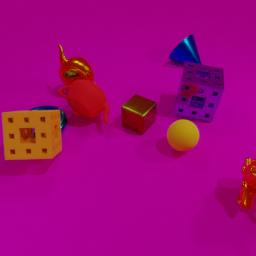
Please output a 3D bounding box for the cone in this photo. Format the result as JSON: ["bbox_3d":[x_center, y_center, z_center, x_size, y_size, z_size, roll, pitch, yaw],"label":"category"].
[{"bbox_3d":[2.555,-2.762,11.166,1.327,1.327,1.332,-34,79,-31],"label":"cone"}]

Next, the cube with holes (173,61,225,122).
[{"bbox_3d":[2.236,-1.163,8.888,1.237,1.237,1.237,13,42,7],"label":"cube with holes"}]

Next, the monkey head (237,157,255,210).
[{"bbox_3d":[3.115,1.296,6.301,1.097,1.820,1.309,19,89,0],"label":"monkey head"}]

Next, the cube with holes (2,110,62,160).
[{"bbox_3d":[-2.442,0.136,7.307,1.147,1.147,1.147,-2,6,-2],"label":"cube with holes"}]

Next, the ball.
[{"bbox_3d":[1.516,0.203,7.726,0.865,0.865,0.865,0,43,0],"label":"ball"}]

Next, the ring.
[{"bbox_3d":[-2.618,-0.173,8.592,1.514,0.303,1.514,-1,43,1],"label":"ring"}]

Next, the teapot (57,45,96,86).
[{"bbox_3d":[-1.755,-1.971,9.529,1.205,1.938,0.949,-21,42,30],"label":"teapot"}]

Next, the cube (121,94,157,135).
[{"bbox_3d":[0.333,-0.418,8.516,0.785,0.785,0.785,25,48,25],"label":"cube"}]

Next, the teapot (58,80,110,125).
[{"bbox_3d":[-1.259,-0.777,8.570,2.060,1.281,1.009,28,68,16],"label":"teapot"}]
